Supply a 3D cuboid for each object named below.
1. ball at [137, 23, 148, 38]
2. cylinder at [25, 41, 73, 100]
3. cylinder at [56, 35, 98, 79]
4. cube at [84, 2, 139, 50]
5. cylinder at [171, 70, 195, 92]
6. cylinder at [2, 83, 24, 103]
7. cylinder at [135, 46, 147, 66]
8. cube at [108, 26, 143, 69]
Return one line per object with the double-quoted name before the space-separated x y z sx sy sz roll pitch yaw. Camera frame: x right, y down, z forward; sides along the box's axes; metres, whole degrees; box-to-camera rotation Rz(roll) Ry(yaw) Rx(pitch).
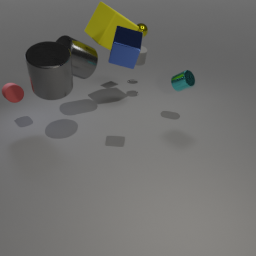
"ball" 0.660 -4.931 14.168 0.700 0.700 0.700 0 29 0
"cylinder" -2.561 -1.883 9.274 1.400 1.400 1.400 4 50 -4
"cylinder" -2.188 -2.845 11.407 1.400 1.400 1.400 28 11 40
"cube" -0.701 -4.158 11.798 1.400 1.400 1.400 14 27 -46
"cylinder" 2.229 -1.905 11.346 0.700 0.700 0.700 -29 8 -41
"cylinder" -4.548 -1.395 11.063 0.700 0.700 0.700 -18 23 -29
"cylinder" 0.522 -3.451 13.327 0.700 0.700 0.700 6 44 -6
"cube" -0.064 -2.083 7.264 0.700 0.700 0.700 13 55 -8
